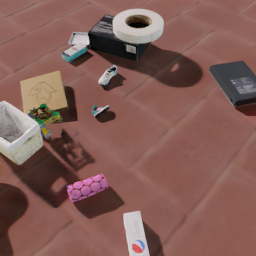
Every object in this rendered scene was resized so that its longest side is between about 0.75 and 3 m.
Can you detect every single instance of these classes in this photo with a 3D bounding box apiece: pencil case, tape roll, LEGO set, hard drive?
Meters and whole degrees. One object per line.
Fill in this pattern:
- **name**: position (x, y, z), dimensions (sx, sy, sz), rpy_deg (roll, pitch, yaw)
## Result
- **pencil case**: position (-1.272, 1.829, 8.759), dimensions (1.240, 0.563, 0.581), rpy_deg (-17, 33, -16)
- **tape roll**: position (0.478, -4.757, 12.995), dimensions (2.378, 0.435, 2.378), rpy_deg (0, 50, 0)
- **LEGO set**: position (-2.960, -0.213, 10.134), dimensions (1.354, 0.785, 1.042), rpy_deg (22, 53, 34)
- **hard drive**: position (4.745, -1.972, 11.996), dimensions (1.660, 0.391, 2.379), rpy_deg (-11, 51, -9)

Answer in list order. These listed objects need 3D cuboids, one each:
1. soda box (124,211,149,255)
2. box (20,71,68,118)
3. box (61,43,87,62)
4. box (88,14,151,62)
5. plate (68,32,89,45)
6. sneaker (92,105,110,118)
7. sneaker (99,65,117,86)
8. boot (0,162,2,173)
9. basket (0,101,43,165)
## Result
- **soda box**: position (0.232, 3.092, 7.728), dimensions (0.497, 0.465, 1.460), rpy_deg (-8, 51, -6)
- **box**: position (-3.452, -1.361, 11.423), dimensions (1.712, 0.223, 2.094), rpy_deg (-16, 56, -6)
- **box**: position (-2.565, -3.647, 13.459), dimensions (0.497, 0.297, 1.207), rpy_deg (33, 58, 25)
- **box**: position (-0.353, -4.423, 13.635), dimensions (2.599, 1.025, 1.834), rpy_deg (20, 56, 16)
- **plate**: position (-2.414, -4.514, 14.268), dimensions (1.055, 0.171, 1.053), rpy_deg (5, 51, 4)
- **sneaker**: position (-1.133, -0.767, 11.065), dimensions (0.761, 0.318, 0.459), rpy_deg (-33, 67, -23)
- **sneaker**: position (-0.896, -2.319, 12.265), dimensions (0.444, 0.447, 1.234), rpy_deg (25, 56, 18)
- **boot**: position (-4.351, 2.227, 8.130), dimensions (1.886, 0.932, 2.429), rpy_deg (35, 60, 27)
- **basket**: position (-4.024, 0.182, 9.679), dimensions (1.917, 1.183, 1.300), rpy_deg (31, 57, 23)
